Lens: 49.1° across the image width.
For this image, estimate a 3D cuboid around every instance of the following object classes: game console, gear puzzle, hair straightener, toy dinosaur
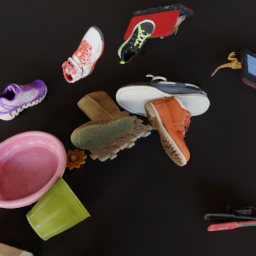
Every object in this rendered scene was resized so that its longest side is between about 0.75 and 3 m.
[{"bbox_3d":[1.401,-4.617,12.665,2.487,1.476,2.144,8,9,36],"label":"game console"},{"bbox_3d":[-0.635,0.454,8.016,2.763,0.362,1.431,-32,45,-29],"label":"gear puzzle"},{"bbox_3d":[2.511,1.991,6.479,1.552,0.317,0.597,-5,45,-5],"label":"hair straightener"},{"bbox_3d":[5.286,-2.325,10.028,1.971,1.357,2.287,25,46,-4],"label":"game console"},{"bbox_3d":[1.569,-4.751,13.028,1.369,0.867,2.020,-26,34,-37],"label":"toy dinosaur"},{"bbox_3d":[4.088,-2.478,10.876,1.768,0.534,0.939,1,46,1],"label":"toy dinosaur"}]

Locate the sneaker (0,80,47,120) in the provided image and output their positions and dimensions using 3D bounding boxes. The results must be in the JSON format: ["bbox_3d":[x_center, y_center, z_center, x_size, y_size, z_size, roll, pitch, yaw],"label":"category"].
[{"bbox_3d":[-3.528,-1.131,9.256,0.803,0.882,1.996,24,48,24],"label":"sneaker"}]

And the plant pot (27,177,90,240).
[{"bbox_3d":[-1.596,1.846,6.202,1.064,1.105,1.105,-36,54,-17],"label":"plant pot"}]

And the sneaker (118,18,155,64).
[{"bbox_3d":[0.278,-2.419,8.051,0.534,1.489,0.617,17,45,-34],"label":"sneaker"}]

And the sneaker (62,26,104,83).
[{"bbox_3d":[-1.101,-1.681,6.677,0.498,1.491,0.799,45,52,8],"label":"sneaker"}]

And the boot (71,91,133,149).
[{"bbox_3d":[-1.061,-0.320,8.369,1.868,0.706,2.134,-16,34,-22],"label":"boot"}]

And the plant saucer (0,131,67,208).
[{"bbox_3d":[-2.596,1.058,7.114,2.190,0.555,2.190,-5,49,6],"label":"plant saucer"}]

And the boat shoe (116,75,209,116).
[{"bbox_3d":[1.099,-1.061,8.991,2.979,1.115,0.921,0,41,-5],"label":"boat shoe"}]

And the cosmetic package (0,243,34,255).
[{"bbox_3d":[-2.683,2.730,5.577,1.495,0.531,0.786,11,46,11],"label":"cosmetic package"}]

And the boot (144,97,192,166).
[{"bbox_3d":[1.392,-0.012,7.935,1.194,0.836,2.227,-18,56,-6],"label":"boot"}]
